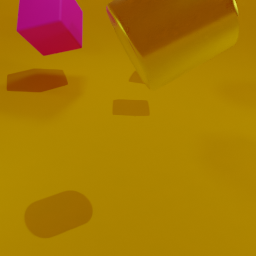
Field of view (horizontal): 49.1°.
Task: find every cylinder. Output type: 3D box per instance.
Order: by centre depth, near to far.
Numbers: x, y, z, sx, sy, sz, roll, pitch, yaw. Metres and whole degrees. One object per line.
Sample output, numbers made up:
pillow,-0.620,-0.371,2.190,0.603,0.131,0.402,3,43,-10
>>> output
cylinder,0.366,-0.877,2.429,0.832,0.832,0.832,-29,38,3

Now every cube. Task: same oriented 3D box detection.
cube,-2.183,-3.083,8.049,1.336,1.336,1.336,-7,72,15
